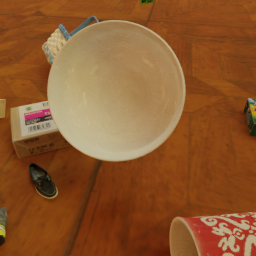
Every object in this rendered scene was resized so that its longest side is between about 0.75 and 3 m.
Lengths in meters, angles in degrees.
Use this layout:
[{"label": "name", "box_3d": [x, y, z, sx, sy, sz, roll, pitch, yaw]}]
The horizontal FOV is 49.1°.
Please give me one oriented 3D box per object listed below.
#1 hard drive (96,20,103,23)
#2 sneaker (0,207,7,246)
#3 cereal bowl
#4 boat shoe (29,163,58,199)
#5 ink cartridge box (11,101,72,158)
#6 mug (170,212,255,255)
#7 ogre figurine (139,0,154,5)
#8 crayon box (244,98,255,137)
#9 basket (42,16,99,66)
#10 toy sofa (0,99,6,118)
[{"label": "hard drive", "box_3d": [-1.575, -4.530, 13.830, 0.258, 1.094, 1.567, 12, 42, 14]}, {"label": "sneaker", "box_3d": [-3.752, 2.187, 6.296, 2.127, 0.786, 0.861, 5, 33, -6]}, {"label": "cereal bowl", "box_3d": [-0.189, -0.729, 5.993, 2.814, 2.814, 1.172, 11, 6, 13]}, {"label": "boat shoe", "box_3d": [-2.287, 1.350, 7.432, 0.469, 0.416, 1.254, -24, 46, -26]}, {"label": "ink cartridge box", "box_3d": [-2.553, -0.091, 8.855, 2.062, 0.774, 1.698, -14, 44, -15]}, {"label": "mug", "box_3d": [2.224, 2.641, 5.416, 2.418, 2.146, 1.613, -5, 4, -12]}, {"label": "ogre figurine", "box_3d": [0.670, -4.593, 9.822, 0.551, 0.451, 0.920, -19, 19, 0]}, {"label": "crayon box", "box_3d": [5.137, -0.264, 9.205, 2.267, 0.585, 1.425, 7, 41, 7]}, {"label": "basket", "box_3d": [-2.118, -3.468, 11.723, 2.671, 1.858, 2.355, -38, 44, 8]}, {"label": "toy sofa", "box_3d": [-5.073, -0.793, 9.553, 1.627, 0.674, 0.794, 15, 14, 17]}]
